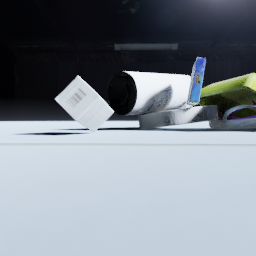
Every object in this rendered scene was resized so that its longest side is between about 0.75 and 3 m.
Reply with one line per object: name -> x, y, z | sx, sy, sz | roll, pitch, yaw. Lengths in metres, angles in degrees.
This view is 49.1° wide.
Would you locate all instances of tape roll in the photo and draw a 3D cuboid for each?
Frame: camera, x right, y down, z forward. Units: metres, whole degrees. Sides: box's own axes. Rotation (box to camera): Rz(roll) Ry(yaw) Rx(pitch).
tape roll -> 1.354, -0.284, 7.637 | 2.177, 0.398, 2.177 | -7, 1, 0

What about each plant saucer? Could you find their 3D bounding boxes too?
plant saucer -> 3.267, -0.685, 7.314 | 2.434, 0.584, 2.437 | 22, -6, -16

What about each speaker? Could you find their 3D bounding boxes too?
speaker -> 0.794, -0.978, 7.925 | 2.821, 1.146, 1.146 | -8, 7, -44

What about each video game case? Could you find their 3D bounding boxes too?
video game case -> 1.678, -1.111, 6.928 | 0.237, 1.043, 0.945 | 9, 2, 6

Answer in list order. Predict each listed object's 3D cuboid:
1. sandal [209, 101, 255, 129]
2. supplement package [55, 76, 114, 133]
sandal -> 3.040, -0.334, 7.149 | 1.185, 0.716, 2.912 | -1, -1, -22
supplement package -> -0.781, -0.410, 5.274 | 0.606, 0.604, 1.033 | 43, -2, 17
